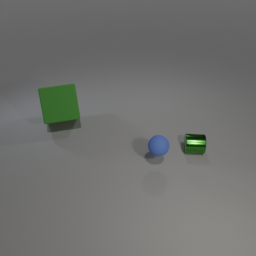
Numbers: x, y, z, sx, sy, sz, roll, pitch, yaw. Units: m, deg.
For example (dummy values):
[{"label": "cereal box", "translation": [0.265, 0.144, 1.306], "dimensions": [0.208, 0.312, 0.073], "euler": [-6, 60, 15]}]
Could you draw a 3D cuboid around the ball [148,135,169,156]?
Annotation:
[{"label": "ball", "translation": [1.003, 0.576, 9.156], "dimensions": [0.700, 0.700, 0.700], "euler": [0, 32, 0]}]

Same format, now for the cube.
[{"label": "cube", "translation": [-2.776, -1.004, 11.439], "dimensions": [1.400, 1.400, 1.400], "euler": [-10, 8, -11]}]

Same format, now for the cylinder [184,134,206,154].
[{"label": "cylinder", "translation": [2.401, 0.562, 10.075], "dimensions": [0.700, 0.700, 0.700], "euler": [3, 32, 5]}]
